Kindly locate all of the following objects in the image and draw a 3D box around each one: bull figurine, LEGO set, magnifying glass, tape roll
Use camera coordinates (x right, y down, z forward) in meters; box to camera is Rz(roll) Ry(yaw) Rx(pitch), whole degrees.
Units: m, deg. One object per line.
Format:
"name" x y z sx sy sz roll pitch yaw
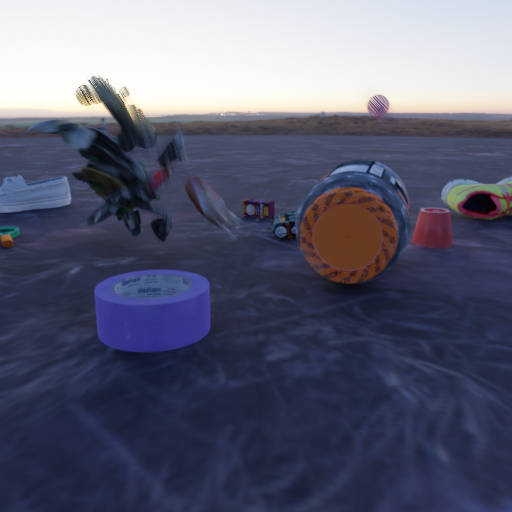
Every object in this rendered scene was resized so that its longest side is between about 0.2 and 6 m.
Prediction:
"bull figurine" -0.732 -0.825 9.736 0.840 0.451 1.384 43 1 40
"LEGO set" -2.140 -1.548 9.245 4.249 2.759 1.204 -6 45 52
"magnifying glass" -4.676 -0.369 10.418 0.560 0.158 1.408 -7 17 -26
"tape roll" -1.128 0.570 6.176 1.241 0.527 1.241 0 16 0

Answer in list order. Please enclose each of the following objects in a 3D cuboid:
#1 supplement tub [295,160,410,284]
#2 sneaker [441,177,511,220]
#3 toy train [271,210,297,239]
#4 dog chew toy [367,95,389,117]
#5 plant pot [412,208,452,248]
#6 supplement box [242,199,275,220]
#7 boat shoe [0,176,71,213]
"supplement tub" 1.466 -0.539 8.279 1.575 1.575 2.571 4 16 14
"sneaker" 5.364 -1.166 12.253 2.375 0.928 1.072 -4 23 8
"toy train" 0.591 -0.574 10.735 0.592 0.443 1.039 -12 17 4
"dog chew toy" 2.281 -2.829 10.496 0.407 0.407 0.653 3 22 10
"plant pot" 3.183 -0.516 10.037 0.713 0.631 0.713 1 15 0
"supplement box" 0.052 -1.039 12.454 0.689 0.380 0.295 9 18 31
"boat shoe" -5.632 -1.510 13.355 2.391 0.819 0.861 -9 17 -30
